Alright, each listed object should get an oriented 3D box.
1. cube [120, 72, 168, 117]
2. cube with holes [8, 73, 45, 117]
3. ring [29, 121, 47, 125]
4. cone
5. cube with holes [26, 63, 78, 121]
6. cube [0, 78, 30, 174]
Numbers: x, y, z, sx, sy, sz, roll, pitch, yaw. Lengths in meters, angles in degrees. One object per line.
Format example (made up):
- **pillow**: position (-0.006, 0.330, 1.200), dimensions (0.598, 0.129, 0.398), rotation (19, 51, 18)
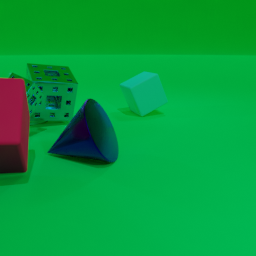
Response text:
- **cube**: position (0.560, -1.274, 10.274), dimensions (1.148, 1.148, 1.148), rotation (-29, 23, -12)
- **cube with holes**: position (-2.777, -0.856, 7.298), dimensions (0.711, 0.711, 0.711), rotation (24, -17, 14)
- **ring**: position (-3.442, -0.491, 9.446), dimensions (1.857, 0.371, 1.857), rotation (2, 19, -1)
- **cone**: position (-1.189, 0.300, 6.212), dimensions (1.466, 1.461, 1.461), rotation (-22, 11, 16)
- **cube with holes**: position (-2.457, -1.121, 8.820), dimensions (1.311, 1.311, 1.311), rotation (-1, 34, -26)
- **cube**: position (-2.550, -0.005, 5.081), dimensions (1.321, 1.321, 1.321), rotation (0, 61, -15)
